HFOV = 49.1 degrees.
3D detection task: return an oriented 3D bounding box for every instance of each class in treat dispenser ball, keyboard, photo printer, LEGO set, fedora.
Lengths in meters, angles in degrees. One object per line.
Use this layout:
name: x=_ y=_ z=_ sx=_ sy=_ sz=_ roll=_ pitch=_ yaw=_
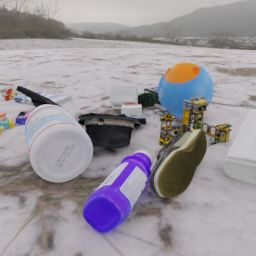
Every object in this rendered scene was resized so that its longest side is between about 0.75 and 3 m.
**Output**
treat dispenser ball: x=2.477 y=-1.630 z=12.122 sx=2.361 sy=2.361 sz=2.361 roll=0 pitch=20 yaw=0
keyboard: x=-0.266 y=-0.325 z=10.104 sx=1.769 sy=0.287 sz=2.785 roll=4 pitch=0 yaw=38
photo printer: x=4.079 y=0.413 z=7.549 sx=2.220 sy=0.927 sz=2.669 roll=10 pitch=42 yaw=35
LEGO set: x=2.293 y=-0.284 z=9.714 sx=2.622 sy=1.519 sz=2.016 roll=-9 pitch=22 yaw=-24
fedora: x=-0.604 y=0.182 z=8.989 sx=2.026 sy=0.925 sz=2.026 roll=3 pitch=-7 yaw=0

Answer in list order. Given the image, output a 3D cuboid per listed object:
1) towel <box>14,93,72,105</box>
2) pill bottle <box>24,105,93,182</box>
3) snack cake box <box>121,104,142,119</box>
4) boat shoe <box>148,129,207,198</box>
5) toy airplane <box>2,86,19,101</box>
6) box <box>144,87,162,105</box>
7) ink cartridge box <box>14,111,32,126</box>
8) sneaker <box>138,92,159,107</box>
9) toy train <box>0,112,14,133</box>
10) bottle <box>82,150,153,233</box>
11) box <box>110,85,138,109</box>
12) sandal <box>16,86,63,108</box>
towel: x=-4.486 y=-1.570 z=14.938 sx=2.565 sy=0.305 sz=1.884 roll=10 pitch=22 yaw=25
pill bottle: x=-2.169 y=0.242 z=8.210 sx=1.585 sy=1.585 sz=2.914 roll=-8 pitch=21 yaw=-22
snack cake box: x=0.167 y=-0.720 z=12.016 sx=0.844 sy=0.493 sz=1.467 roll=-1 pitch=10 yaw=3
boat shoe: x=1.257 y=0.880 z=7.497 sx=0.952 sy=1.035 sz=2.897 roll=-6 pitch=20 yaw=38
toy airplane: x=-6.439 y=-1.871 z=15.321 sx=0.849 sy=0.602 sz=0.853 roll=-40 pitch=47 yaw=-11
box: x=2.400 y=-1.709 z=14.821 sx=2.106 sy=0.642 sz=2.613 roll=-14 pitch=24 yaw=-27
ink cartridge box: x=-4.401 y=-0.428 z=11.988 sx=0.642 sy=0.251 sz=1.356 roll=-2 pitch=23 yaw=-7
sneaker: x=0.600 y=-1.508 z=14.138 sx=1.903 sy=0.742 sz=0.811 roll=1 pitch=20 yaw=5
toy train: x=-5.460 y=-0.161 z=10.709 sx=1.636 sy=0.606 sz=2.178 roll=8 pitch=22 yaw=20
bottle: x=-0.058 y=1.247 z=6.330 sx=0.807 sy=1.033 sz=2.472 roll=45 pitch=29 yaw=2
box: x=-0.172 y=-1.418 z=13.089 sx=1.223 sy=0.799 sz=1.216 roll=1 pitch=-11 yaw=5
sandal: x=-3.955 y=-1.125 z=12.731 sx=2.671 sy=0.639 sz=1.004 roll=26 pitch=3 yaw=17
